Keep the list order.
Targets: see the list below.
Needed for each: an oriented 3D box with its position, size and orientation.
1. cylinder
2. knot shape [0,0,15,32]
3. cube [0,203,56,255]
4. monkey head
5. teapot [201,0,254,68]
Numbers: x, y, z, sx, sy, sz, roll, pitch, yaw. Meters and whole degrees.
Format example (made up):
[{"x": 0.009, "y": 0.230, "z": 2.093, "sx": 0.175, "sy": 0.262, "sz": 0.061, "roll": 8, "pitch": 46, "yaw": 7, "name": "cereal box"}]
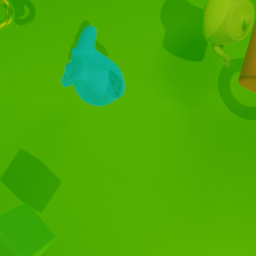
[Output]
[{"x": 2.600, "y": -1.217, "z": 4.454, "sx": 1.307, "sy": 1.307, "sz": 1.307, "roll": 16, "pitch": 92, "yaw": 1, "name": "cylinder"}, {"x": -2.864, "y": -2.605, "z": 5.564, "sx": 0.563, "sy": 1.219, "sz": 1.140, "roll": 1, "pitch": 88, "yaw": 31, "name": "knot shape"}, {"x": -2.531, "y": 2.553, "z": 6.148, "sx": 1.112, "sy": 1.112, "sz": 1.112, "roll": 45, "pitch": 108, "yaw": 12, "name": "cube"}, {"x": -0.598, "y": -1.187, "z": 5.638, "sx": 1.200, "sy": 1.992, "sz": 1.433, "roll": 18, "pitch": 100, "yaw": -19, "name": "monkey head"}, {"x": 2.120, "y": -2.195, "z": 5.826, "sx": 1.142, "sy": 0.899, "sz": 1.837, "roll": 2, "pitch": 108, "yaw": -36, "name": "teapot"}]
